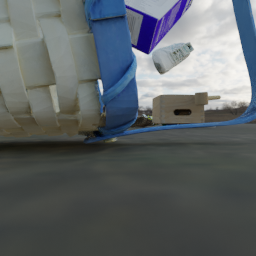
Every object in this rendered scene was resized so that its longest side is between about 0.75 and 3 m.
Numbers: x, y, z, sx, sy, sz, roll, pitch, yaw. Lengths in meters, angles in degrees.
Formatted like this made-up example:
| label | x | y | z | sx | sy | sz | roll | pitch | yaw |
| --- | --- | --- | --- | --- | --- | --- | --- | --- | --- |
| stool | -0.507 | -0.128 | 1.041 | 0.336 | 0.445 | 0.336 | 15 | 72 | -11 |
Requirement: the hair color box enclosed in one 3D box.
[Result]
| label | x | y | z | sx | sy | sz | roll | pitch | yaw |
| --- | --- | --- | --- | --- | --- | --- | --- | --- | --- |
| hair color box | 0.445 | -2.797 | 6.069 | 1.466 | 2.681 | 0.869 | 28 | -38 | 10 |

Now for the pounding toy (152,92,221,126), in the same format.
| label | x | y | z | sx | sy | sz | roll | pitch | yaw |
| --- | --- | --- | --- | --- | --- | --- | --- | --- | --- |
| pounding toy | 1.904 | -0.515 | 8.669 | 1.949 | 1.015 | 2.218 | 0 | 1 | -5 |

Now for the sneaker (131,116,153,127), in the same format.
| label | x | y | z | sx | sy | sz | roll | pitch | yaw |
| --- | --- | --- | --- | --- | --- | --- | --- | --- | --- |
| sneaker | 0.391 | -0.157 | 9.641 | 0.447 | 0.417 | 1.183 | 22 | -8 | -28 |

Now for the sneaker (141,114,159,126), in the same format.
| label | x | y | z | sx | sy | sz | roll | pitch | yaw |
| --- | --- | --- | --- | --- | --- | --- | --- | --- | --- |
| sneaker | 1.253 | -0.378 | 15.932 | 0.728 | 0.641 | 1.721 | 6 | 8 | -20 |

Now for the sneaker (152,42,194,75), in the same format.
| label | x | y | z | sx | sy | sz | roll | pitch | yaw |
| --- | --- | --- | --- | --- | --- | --- | --- | --- | --- |
| sneaker | 1.395 | -2.271 | 8.611 | 0.844 | 0.741 | 2.107 | -16 | 19 | 36 |

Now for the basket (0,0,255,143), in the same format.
| label | x | y | z | sx | sy | sz | roll | pitch | yaw |
| --- | --- | --- | --- | --- | --- | --- | --- | --- | --- |
| basket | -0.241 | -0.909 | 1.897 | 2.343 | 2.066 | 1.630 | -9 | 0 | -7 |
